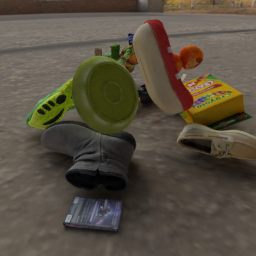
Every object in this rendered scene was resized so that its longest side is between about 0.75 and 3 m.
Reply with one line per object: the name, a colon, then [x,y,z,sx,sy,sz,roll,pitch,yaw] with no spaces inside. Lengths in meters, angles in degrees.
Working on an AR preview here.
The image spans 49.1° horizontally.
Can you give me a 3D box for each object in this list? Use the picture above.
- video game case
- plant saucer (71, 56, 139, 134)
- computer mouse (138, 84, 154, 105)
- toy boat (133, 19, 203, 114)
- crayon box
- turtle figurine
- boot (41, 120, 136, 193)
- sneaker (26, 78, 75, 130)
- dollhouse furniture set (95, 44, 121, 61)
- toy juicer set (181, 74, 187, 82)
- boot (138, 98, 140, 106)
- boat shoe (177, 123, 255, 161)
video game case: [-0.672,1.716,5.690,1.086,0.103,0.776,4,28,6]
plant saucer: [-0.432,-0.850,6.924,1.985,1.985,0.308,-24,9,-38]
computer mouse: [1.164,-1.797,11.525,0.854,0.496,2.914,7,41,31]
toy boat: [1.370,-1.878,8.341,1.838,2.812,1.835,-20,9,-3]
crayon box: [2.634,-0.871,9.469,1.751,0.701,2.758,-23,31,-3]
turtle figurine: [0.180,-2.374,12.113,2.014,2.798,2.713,-46,17,-28]
boot: [-1.192,0.663,6.889,2.694,0.940,1.774,2,31,13]
sneaker: [-2.311,-0.877,9.347,1.168,1.035,2.795,-7,25,36]
dollhouse furniture set: [-0.957,-4.530,16.607,1.435,1.099,2.190,11,29,20]
toy juicer set: [2.700,-1.476,11.472,1.286,0.550,2.021,-36,48,-26]
boot: [-0.284,-1.281,10.906,1.764,0.642,1.371,3,27,14]
boat shoe: [2.427,0.484,7.387,2.268,0.818,0.737,16,44,28]
